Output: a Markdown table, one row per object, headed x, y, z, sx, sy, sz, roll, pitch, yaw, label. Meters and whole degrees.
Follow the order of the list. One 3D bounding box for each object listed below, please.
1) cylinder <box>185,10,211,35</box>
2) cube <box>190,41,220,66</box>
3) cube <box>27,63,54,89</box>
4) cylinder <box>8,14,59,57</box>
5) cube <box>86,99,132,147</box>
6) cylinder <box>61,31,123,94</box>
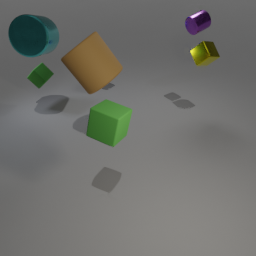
| x | y | z | sx | sy | sz | roll | pitch | yaw | label |
| --- | --- | --- | --- | --- | --- | --- | --- | --- | --- |
| 2.644 | -3.984 | 10.583 | 0.700 | 0.700 | 0.700 | -32 | 41 | -15 | cylinder |
| 2.988 | -2.879 | 10.887 | 0.700 | 0.700 | 0.700 | -12 | -13 | -40 | cube |
| -3.875 | -2.316 | 12.404 | 0.700 | 0.700 | 0.700 | -31 | 22 | 42 | cube |
| -3.357 | -3.339 | 10.144 | 1.400 | 1.400 | 1.400 | 1 | 20 | 2 | cylinder |
| -0.409 | -0.122 | 6.171 | 0.700 | 0.700 | 0.700 | 22 | 29 | 17 | cube |
| -1.117 | -2.019 | 8.775 | 1.400 | 1.400 | 1.400 | -34 | 19 | 13 | cylinder |
